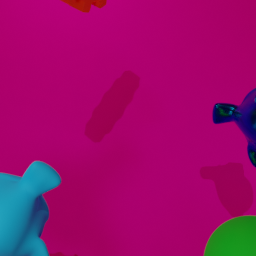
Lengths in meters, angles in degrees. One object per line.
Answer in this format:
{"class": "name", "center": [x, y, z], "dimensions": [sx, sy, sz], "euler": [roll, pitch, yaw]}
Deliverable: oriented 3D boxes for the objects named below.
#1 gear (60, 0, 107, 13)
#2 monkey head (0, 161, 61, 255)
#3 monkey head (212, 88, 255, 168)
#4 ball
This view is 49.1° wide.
{"class": "gear", "center": [-0.640, -3.224, 5.045], "dimensions": [0.388, 2.098, 2.098], "euler": [32, 76, 18]}
{"class": "monkey head", "center": [-1.614, 1.160, 3.903], "dimensions": [1.955, 1.178, 1.406], "euler": [42, 121, -17]}
{"class": "monkey head", "center": [2.363, -0.154, 5.354], "dimensions": [1.320, 1.106, 1.835], "euler": [-2, 117, 4]}
{"class": "ball", "center": [1.574, 1.731, 3.425], "dimensions": [1.261, 1.261, 1.261], "euler": [0, 74, 0]}
